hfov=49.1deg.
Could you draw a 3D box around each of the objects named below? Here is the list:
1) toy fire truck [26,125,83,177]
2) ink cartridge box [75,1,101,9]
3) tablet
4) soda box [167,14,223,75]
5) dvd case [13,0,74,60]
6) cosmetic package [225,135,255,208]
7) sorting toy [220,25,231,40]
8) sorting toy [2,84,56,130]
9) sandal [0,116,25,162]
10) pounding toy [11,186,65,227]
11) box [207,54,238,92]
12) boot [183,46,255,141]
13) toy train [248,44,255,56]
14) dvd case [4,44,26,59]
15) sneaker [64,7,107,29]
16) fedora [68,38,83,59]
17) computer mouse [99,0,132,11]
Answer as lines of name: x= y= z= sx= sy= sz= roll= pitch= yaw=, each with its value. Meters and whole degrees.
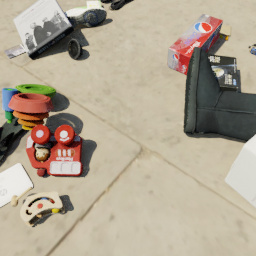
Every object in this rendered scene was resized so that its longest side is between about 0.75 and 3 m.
toy fire truck: x=-2.075 y=0.688 z=7.902 sx=1.631 sy=0.915 sz=1.370 roll=0 pitch=72 yaw=1
ink cartridge box: x=-1.812 y=-5.370 z=12.662 sx=1.210 sy=0.290 sz=0.880 roll=-6 pitch=54 yaw=-7
tablet: x=-3.428 y=1.647 z=7.605 sx=1.458 sy=0.100 sz=0.948 roll=-31 pitch=60 yaw=-20
soda box: x=2.586 y=-3.245 z=10.714 sx=0.960 sy=0.870 sz=2.743 roll=30 pitch=60 yaw=21
dvd case: x=-3.481 y=-4.190 z=11.310 sx=2.039 sy=0.336 sz=2.713 roll=-33 pitch=57 yaw=4
cosmetic package: x=3.997 y=1.122 z=6.879 sx=1.826 sy=1.825 sz=2.214 roll=-33 pitch=59 yaw=-23
sorting toy: x=3.964 y=-4.031 z=11.776 sx=0.736 sy=0.132 sz=0.988 roll=14 pitch=55 yaw=5
sorting toy: x=-3.013 y=-0.623 z=8.529 sx=1.512 sy=1.033 sz=2.517 roll=4 pitch=19 yaw=-13
sandal: x=-3.820 y=0.276 z=8.328 sx=0.856 sy=0.545 sz=2.277 roll=19 pitch=56 yaw=14
pounding toy: x=-2.286 y=1.951 z=6.968 sx=1.312 sy=0.753 sz=0.750 roll=-5 pitch=50 yaw=-4
box: x=3.066 y=-1.798 z=9.772 sx=1.286 sy=0.676 sz=1.571 roll=9 pitch=54 yaw=8
boot: x=2.973 y=-1.026 z=8.566 sx=2.362 sy=1.074 sz=2.812 roll=5 pitch=81 yaw=2
toy train: x=5.596 y=-2.837 z=10.786 sx=1.907 sy=0.325 sz=0.437 roll=17 pitch=68 yaw=12
dvd case: x=-4.440 y=-3.034 z=11.069 sx=0.755 sy=0.060 sz=0.561 roll=-30 pitch=59 yaw=-21
sneaker: x=-2.016 y=-4.797 z=11.930 sx=2.239 sy=0.834 sz=0.975 roll=-13 pitch=50 yaw=-10
fedora: x=-1.982 y=-3.036 z=10.806 sx=0.364 sy=0.797 sz=0.797 roll=-9 pitch=46 yaw=-48
computer mouse: x=-0.885 y=-6.612 z=13.389 sx=1.723 sy=0.565 sz=2.454 roll=-37 pitch=62 yaw=-23
